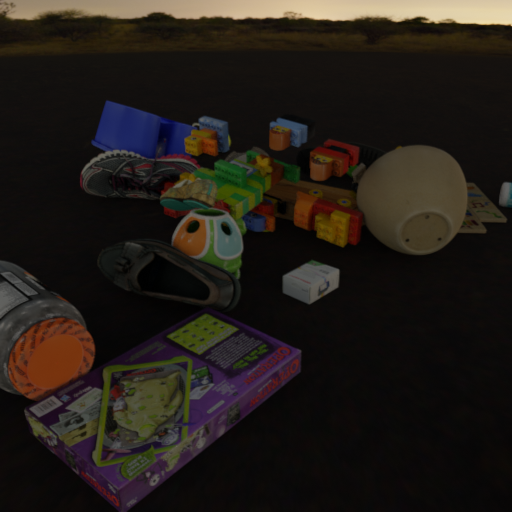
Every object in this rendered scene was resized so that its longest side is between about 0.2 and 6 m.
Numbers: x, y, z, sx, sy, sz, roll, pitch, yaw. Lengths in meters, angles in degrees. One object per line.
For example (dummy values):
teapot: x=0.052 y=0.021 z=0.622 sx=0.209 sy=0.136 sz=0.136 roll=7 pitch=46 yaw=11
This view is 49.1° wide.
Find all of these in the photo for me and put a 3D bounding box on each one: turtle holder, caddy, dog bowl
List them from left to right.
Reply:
caddy: x=-3.128 y=-3.086 z=15.538 sx=2.365 sy=1.756 sz=3.345 roll=8 pitch=13 yaw=-37
turtle holder: x=-0.727 y=-0.225 z=10.097 sx=1.664 sy=1.182 sz=1.264 roll=-4 pitch=20 yaw=-30
dog bowl: x=-0.209 y=-2.097 z=14.191 sx=1.333 sy=0.391 sz=1.333 roll=-5 pitch=69 yaw=13

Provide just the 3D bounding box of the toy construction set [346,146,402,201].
toy construction set: x=3.048 y=-1.680 z=12.038 sx=1.795 sy=1.948 sz=2.336 roll=38 pitch=28 yaw=22

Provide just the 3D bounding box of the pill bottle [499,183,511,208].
pill bottle: x=6.386 y=-1.408 z=13.326 sx=1.049 sy=0.581 sz=0.581 roll=8 pitch=27 yaw=17

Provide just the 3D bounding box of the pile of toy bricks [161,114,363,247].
pile of toy bricks: x=-0.244 y=-1.380 z=11.213 sx=4.518 sy=2.506 sz=2.230 roll=22 pitch=42 yaw=28

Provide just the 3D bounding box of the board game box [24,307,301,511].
board game box: x=-1.047 y=1.691 z=7.105 sx=1.828 sy=0.492 sz=3.046 roll=16 pitch=30 yaw=38

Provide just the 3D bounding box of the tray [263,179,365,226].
tray: x=1.281 y=-1.233 z=12.938 sx=2.763 sy=0.512 sz=1.363 roll=17 pitch=32 yaw=35

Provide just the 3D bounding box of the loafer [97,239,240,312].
loafer: x=-1.576 y=0.269 z=9.197 sx=2.679 sy=0.962 sz=0.842 roll=14 pitch=2 yaw=22

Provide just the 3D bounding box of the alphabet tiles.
alphabet tiles: x=4.085 y=-1.357 z=13.748 sx=3.186 sy=0.121 sz=3.829 roll=0 pitch=26 yaw=3

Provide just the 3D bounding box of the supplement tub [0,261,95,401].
supplement tub: x=-3.178 y=0.981 z=7.510 sx=1.329 sy=1.329 sz=2.170 roll=-23 pitch=34 yaw=-39

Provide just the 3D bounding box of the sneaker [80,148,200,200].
sneaker: x=-2.820 y=-1.912 z=13.719 sx=2.947 sy=1.188 sz=1.100 roll=-5 pitch=36 yaw=-4

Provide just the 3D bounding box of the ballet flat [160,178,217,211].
ballet flat: x=-1.192 y=-1.121 z=10.086 sx=0.607 sy=0.607 sz=1.718 roll=-16 pitch=11 yaw=-30

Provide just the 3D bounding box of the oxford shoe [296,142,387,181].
oxford shoe: x=2.570 y=-2.716 z=15.310 sx=2.830 sy=1.028 sz=1.195 roll=16 pitch=31 yaw=38

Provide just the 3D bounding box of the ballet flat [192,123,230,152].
ballet flat: x=-2.164 y=-3.726 z=17.761 sx=2.695 sy=0.903 sz=0.900 roll=-4 pitch=25 yaw=-8

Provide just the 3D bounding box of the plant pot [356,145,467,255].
plant pot: x=3.035 y=-0.829 z=10.601 sx=2.105 sy=2.105 sz=1.413 roll=1 pitch=37 yaw=2

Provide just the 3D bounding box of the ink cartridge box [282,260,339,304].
ink cartridge box: x=0.947 y=0.444 z=9.724 sx=0.615 sy=0.370 sz=0.846 roll=21 pitch=31 yaw=38
